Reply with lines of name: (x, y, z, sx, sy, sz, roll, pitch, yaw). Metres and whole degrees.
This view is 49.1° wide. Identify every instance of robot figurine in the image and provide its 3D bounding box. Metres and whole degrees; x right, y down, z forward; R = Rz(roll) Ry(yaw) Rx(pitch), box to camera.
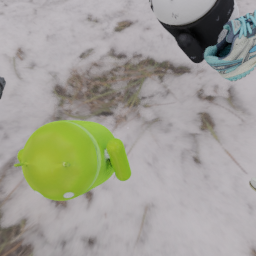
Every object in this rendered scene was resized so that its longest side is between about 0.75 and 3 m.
robot figurine: (-0.754, 0.410, 3.985, 1.573, 1.793, 1.037, -5, 89, 14)
robot figurine: (1.517, -2.716, 6.357, 1.631, 2.614, 1.964, -42, 60, 18)

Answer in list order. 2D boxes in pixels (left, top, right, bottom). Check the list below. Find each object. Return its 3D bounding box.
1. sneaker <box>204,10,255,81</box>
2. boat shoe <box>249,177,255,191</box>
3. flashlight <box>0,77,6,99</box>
sneaker: (2.472, -1.811, 5.424, 1.030, 2.387, 0.926, 22, 54, -21)
boat shoe: (2.565, 1.075, 5.138, 0.353, 0.323, 0.945, 4, 11, -7)
flashlight: (-2.952, -0.508, 5.457, 0.992, 0.996, 2.930, 28, 14, -22)
